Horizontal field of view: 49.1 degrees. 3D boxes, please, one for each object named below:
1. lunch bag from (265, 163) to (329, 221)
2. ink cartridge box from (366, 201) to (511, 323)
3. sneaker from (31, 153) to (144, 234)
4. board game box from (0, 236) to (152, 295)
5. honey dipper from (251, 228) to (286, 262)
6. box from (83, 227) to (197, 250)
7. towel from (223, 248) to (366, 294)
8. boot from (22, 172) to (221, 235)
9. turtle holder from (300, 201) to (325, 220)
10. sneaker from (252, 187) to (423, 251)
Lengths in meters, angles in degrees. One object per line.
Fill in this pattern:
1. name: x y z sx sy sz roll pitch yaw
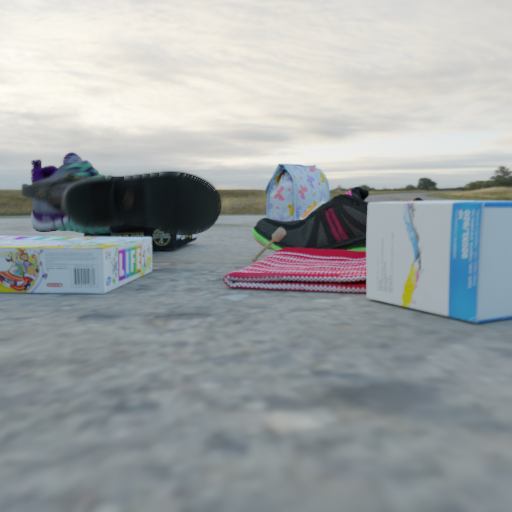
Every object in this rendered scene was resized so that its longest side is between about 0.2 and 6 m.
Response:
1. lunch bag: 1.250 -1.662 16.854 1.381 2.172 1.842 6 9 41
2. ink cartridge box: 1.875 -0.016 5.331 1.033 1.015 1.404 -3 6 -30
3. sneaker: -3.253 -1.281 11.022 3.525 1.543 1.312 1 15 28
4. board game box: -3.084 0.061 7.160 3.053 0.523 2.052 0 5 4
5. honey dipper: 0.182 -0.158 9.106 0.156 0.156 0.821 -6 -31 -47
6. box: -2.526 -0.491 12.737 1.970 0.600 2.445 -2 7 5
7. towel: 0.879 0.147 7.562 2.001 0.311 2.767 0 5 14
8. boot: -2.268 -1.029 9.376 2.810 0.973 2.446 1 10 -31
9. turtle holder: 1.354 -0.497 10.423 1.161 0.824 0.882 33 12 33
10. sneaker: 1.424 -0.521 9.404 2.998 1.256 1.151 0 5 10
